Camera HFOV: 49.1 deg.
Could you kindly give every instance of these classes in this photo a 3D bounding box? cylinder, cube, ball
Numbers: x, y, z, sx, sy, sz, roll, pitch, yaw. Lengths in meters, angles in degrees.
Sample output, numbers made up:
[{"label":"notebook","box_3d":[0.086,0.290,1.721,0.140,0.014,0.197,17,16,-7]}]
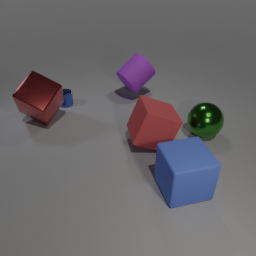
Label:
[{"label":"cylinder","box_3d":[0.387,-2.699,13.795,1.400,1.400,1.400,-45,44,-4]},{"label":"cube","box_3d":[0.931,-0.158,10.361,1.400,1.400,1.400,14,28,-19]},{"label":"cube","box_3d":[1.698,1.290,8.365,1.400,1.400,1.400,-8,35,-12]},{"label":"ball","box_3d":[3.025,-0.305,10.965,1.400,1.400,1.400,0,32,0]},{"label":"cube","box_3d":[-3.636,-1.208,11.567,1.400,1.400,1.400,27,65,3]},{"label":"cylinder","box_3d":[-3.002,-1.432,13.447,0.700,0.700,0.700,0,32,0]}]
